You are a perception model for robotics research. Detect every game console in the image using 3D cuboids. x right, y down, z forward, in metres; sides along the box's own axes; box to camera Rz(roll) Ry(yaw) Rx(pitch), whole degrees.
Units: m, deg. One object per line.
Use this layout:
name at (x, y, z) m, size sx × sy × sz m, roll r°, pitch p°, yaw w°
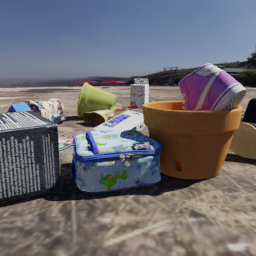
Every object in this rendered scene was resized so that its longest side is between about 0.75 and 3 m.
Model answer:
game console at (6.013, -0.778, 11.911) m, size 2.475 × 2.177 × 1.440 m, roll 0°, pitch 45°, yaw 3°

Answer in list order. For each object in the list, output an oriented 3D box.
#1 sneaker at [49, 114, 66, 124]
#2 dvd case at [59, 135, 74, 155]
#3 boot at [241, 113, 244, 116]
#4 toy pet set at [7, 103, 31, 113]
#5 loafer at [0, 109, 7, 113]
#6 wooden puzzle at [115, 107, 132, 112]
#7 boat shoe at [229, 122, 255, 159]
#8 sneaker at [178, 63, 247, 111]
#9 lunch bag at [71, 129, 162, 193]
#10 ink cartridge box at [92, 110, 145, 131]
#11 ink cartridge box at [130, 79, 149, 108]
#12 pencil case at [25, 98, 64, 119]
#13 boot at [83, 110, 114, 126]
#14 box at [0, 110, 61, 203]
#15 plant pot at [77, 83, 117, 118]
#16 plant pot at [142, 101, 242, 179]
sneaker at (-3.089, -0.394, 12.380) m, size 0.552 × 0.489 × 1.306 m, roll -4°, pitch 11°, yaw 3°
dvd case at (-2.501, 0.531, 8.274) m, size 1.641 × 0.247 × 2.248 m, roll 4°, pitch 11°, yaw 18°
boot at (5.493, -0.610, 14.141) m, size 0.677 × 0.323 × 0.875 m, roll 5°, pitch -1°, yaw -33°
toy pet set at (-4.589, -0.365, 10.823) m, size 1.938 × 1.029 × 1.810 m, roll 8°, pitch 13°, yaw 33°
loafer at (-5.785, -0.560, 12.798) m, size 1.881 × 0.655 × 0.707 m, roll -8°, pitch 14°, yaw -37°
wooden puzzle at (-0.765, -1.178, 17.360) m, size 1.916 × 0.135 × 1.136 m, roll -10°, pitch 15°, yaw -41°
boat shoe at (3.602, 0.359, 7.442) m, size 2.495 × 0.913 × 0.782 m, roll 17°, pitch 21°, yaw 39°
sneaker at (1.520, -0.369, 6.397) m, size 0.840 × 2.318 × 1.322 m, roll -12°, pitch 51°, yaw -43°
lunch bag at (-0.351, 0.610, 6.173) m, size 1.807 × 0.927 × 2.248 m, roll -5°, pitch 11°, yaw -10°
ink cartridge box at (-0.156, -0.046, 9.002) m, size 0.968 × 0.382 × 1.947 m, roll 16°, pitch 31°, yaw 31°
ink cartridge box at (0.751, -2.327, 18.641) m, size 1.110 × 1.906 × 0.643 m, roll 5°, pitch 12°, yaw 27°
pencil case at (-3.897, -0.832, 13.050) m, size 0.966 × 1.110 × 2.482 m, roll 2°, pitch 10°, yaw 11°
boot at (-1.100, -0.488, 12.672) m, size 1.287 × 0.602 × 1.655 m, roll -9°, pitch 11°, yaw -39°
box at (-2.713, 0.497, 5.460) m, size 2.185 × 1.357 × 2.203 m, roll -6°, pitch 13°, yaw -30°
plant pot at (-1.494, -1.235, 14.193) m, size 1.663 × 1.808 × 1.808 m, roll 13°, pitch 12°, yaw 3°
plant pot at (1.410, 0.215, 6.505) m, size 2.184 × 1.529 × 2.184 m, roll 1°, pitch 11°, yaw 0°
